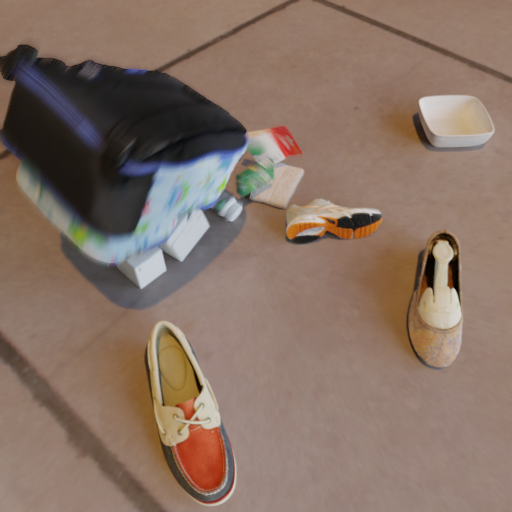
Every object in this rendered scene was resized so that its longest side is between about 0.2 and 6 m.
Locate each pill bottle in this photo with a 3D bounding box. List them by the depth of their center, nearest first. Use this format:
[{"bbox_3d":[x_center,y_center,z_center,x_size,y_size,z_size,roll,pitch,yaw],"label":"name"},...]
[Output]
[{"bbox_3d":[-0.709,-1.101,11.565,0.801,0.453,0.453,38,59,11],"label":"pill bottle"}]

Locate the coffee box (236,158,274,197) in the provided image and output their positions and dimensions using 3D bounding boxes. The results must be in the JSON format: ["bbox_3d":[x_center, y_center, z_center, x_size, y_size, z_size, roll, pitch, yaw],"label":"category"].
[{"bbox_3d":[-0.023,-1.610,11.451,0.858,0.527,0.189,-33,60,-20],"label":"coffee box"}]

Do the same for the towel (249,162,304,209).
[{"bbox_3d":[0.468,-1.568,12.179,0.844,0.220,1.274,17,53,14],"label":"towel"}]

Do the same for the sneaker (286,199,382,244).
[{"bbox_3d":[1.535,-0.844,11.295,1.965,0.744,0.904,-4,47,-5],"label":"sneaker"}]

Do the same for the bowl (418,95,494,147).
[{"bbox_3d":[4.638,-3.111,13.206,1.553,0.580,1.550,-3,51,-2],"label":"bowl"}]

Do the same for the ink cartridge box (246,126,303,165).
[{"bbox_3d":[0.335,-2.323,11.945,1.066,0.858,0.267,1,57,36],"label":"ink cartridge box"}]

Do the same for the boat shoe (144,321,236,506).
[{"bbox_3d":[-1.066,2.328,8.580,1.019,0.896,2.864,-14,54,-14],"label":"boat shoe"}]

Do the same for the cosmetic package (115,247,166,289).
[{"bbox_3d":[-2.224,0.059,10.581,0.771,0.641,0.645,37,60,27],"label":"cosmetic package"}]

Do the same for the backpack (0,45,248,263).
[{"bbox_3d":[-2.044,-1.671,9.197,3.047,2.447,3.330,41,35,16],"label":"backpack"}]

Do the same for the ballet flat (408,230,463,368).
[{"bbox_3d":[3.220,0.620,9.941,0.930,0.919,2.733,5,51,11],"label":"ballet flat"}]

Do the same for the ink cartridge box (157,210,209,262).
[{"bbox_3d":[-1.785,-0.726,10.867,1.350,0.977,0.981,31,76,23],"label":"ink cartridge box"}]
